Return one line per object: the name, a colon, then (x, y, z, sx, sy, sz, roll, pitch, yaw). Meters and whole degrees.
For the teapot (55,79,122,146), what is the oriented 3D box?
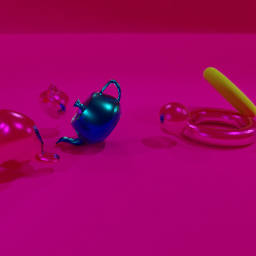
teapot: (-0.804, -0.230, 6.128, 0.953, 1.947, 1.210, 36, 10, -17)

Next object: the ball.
ball: (1.016, -0.204, 6.257, 0.745, 0.745, 0.745, 0, 20, 0)

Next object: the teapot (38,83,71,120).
teapot: (-1.726, -0.603, 6.788, 0.811, 1.304, 0.638, 24, 60, 14)

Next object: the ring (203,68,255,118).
ring: (2.912, -1.006, 8.032, 1.921, 0.384, 1.921, 40, 17, -15)

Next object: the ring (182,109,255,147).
ring: (2.218, -0.050, 6.933, 1.974, 0.395, 1.974, 0, 20, 0)

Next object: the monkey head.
monkey head: (-2.039, 0.302, 4.741, 1.019, 1.692, 1.217, -36, 24, 18)
